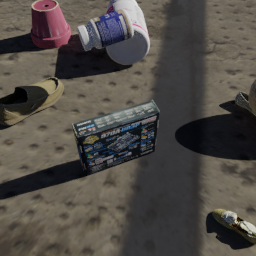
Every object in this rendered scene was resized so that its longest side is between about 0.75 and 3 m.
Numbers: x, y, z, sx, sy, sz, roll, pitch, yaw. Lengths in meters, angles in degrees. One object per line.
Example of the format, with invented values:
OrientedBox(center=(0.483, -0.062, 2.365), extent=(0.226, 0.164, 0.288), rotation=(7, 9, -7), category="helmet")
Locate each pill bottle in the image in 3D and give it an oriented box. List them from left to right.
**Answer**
OrientedBox(center=(-0.609, -2.577, 7.465), extent=(1.364, 0.789, 0.789), rotation=(-22, 52, -8), category="pill bottle")
OrientedBox(center=(-0.104, -3.721, 10.388), extent=(1.515, 1.515, 2.672), rotation=(-4, 49, -3), category="pill bottle")

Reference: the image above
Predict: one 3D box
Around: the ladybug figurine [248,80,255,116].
OrientedBox(center=(4.573, -0.579, 7.788), extent=(2.733, 0.983, 1.855), rotation=(17, 66, -3), category="ladybug figurine")

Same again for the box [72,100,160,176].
OrientedBox(center=(-0.245, 0.279, 6.884), extent=(2.013, 1.600, 0.463), rotation=(-18, 52, -14), category="box")

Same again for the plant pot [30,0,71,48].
OrientedBox(center=(-3.064, -4.079, 10.797), extent=(1.542, 1.380, 1.542), rotation=(0, 49, 0), category="plant pot")

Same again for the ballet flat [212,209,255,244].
OrientedBox(center=(2.407, 2.083, 6.140), extent=(1.119, 0.395, 0.395), rotation=(32, 56, 25), category="ballet flat")

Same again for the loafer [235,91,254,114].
OrientedBox(center=(3.852, -0.698, 8.494), extent=(1.244, 0.434, 0.435), rotation=(34, 57, 26), category="loafer")

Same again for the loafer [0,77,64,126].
OrientedBox(center=(-2.920, -0.935, 8.473), extent=(0.870, 0.772, 2.288), rotation=(32, 56, 24), category="loafer")
